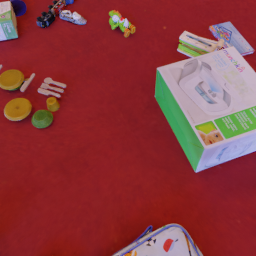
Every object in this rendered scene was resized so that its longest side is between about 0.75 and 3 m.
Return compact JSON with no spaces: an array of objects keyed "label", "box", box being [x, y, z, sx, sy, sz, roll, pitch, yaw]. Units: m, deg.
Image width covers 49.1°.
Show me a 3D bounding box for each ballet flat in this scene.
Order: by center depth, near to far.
[{"label":"ballet flat","box":[-2.226,-4.454,11.183,1.183,0.425,0.425,18,59,11]}]

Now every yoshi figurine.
[{"label":"yoshi figurine","box":[-0.307,-4.039,10.924,1.188,0.668,0.665,47,108,10]}]

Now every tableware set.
[{"label":"tableware set","box":[-3.425,-0.980,8.996,2.689,0.413,1.812,17,62,9]}]

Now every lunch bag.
[{"label":"lunch bag","box":[0.525,3.330,5.845,2.650,1.001,2.124,-25,59,-14]}]

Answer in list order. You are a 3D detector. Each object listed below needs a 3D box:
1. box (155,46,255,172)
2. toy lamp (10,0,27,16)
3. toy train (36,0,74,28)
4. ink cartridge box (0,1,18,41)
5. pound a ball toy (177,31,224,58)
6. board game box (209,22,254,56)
[{"label":"box","box":[2.541,-0.616,8.130,2.605,1.427,2.952,-17,58,-9]},{"label":"toy lamp","box":[-4.988,-5.904,11.893,0.832,0.832,2.858,-22,61,-14]},{"label":"toy train","box":[-2.876,-4.929,11.482,0.559,0.417,2.442,23,61,10]},{"label":"ink cartridge box","box":[-5.267,-3.957,10.578,1.899,0.798,1.375,-13,55,-10]},{"label":"pound a ball toy","box":[2.607,-2.980,9.869,1.559,1.016,0.662,30,62,19]},{"label":"board game box","box":[3.894,-3.356,10.611,0.907,0.171,1.762,-15,59,-11]}]
